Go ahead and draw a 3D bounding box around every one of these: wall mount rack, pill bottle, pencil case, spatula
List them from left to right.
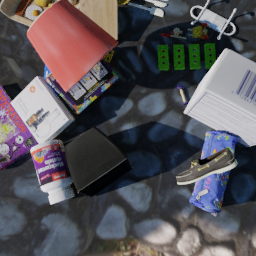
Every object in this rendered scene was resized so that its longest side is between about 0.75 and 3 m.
[{"bbox_3d":[-2.508,1.502,9.527,1.113,1.113,1.997,-19,81,-3],"label":"pill bottle"},{"bbox_3d":[0.824,-5.128,11.213,1.533,0.123,1.066,19,86,4],"label":"spatula"},{"bbox_3d":[3.202,-4.080,10.646,1.929,0.719,1.676,30,74,6],"label":"wall mount rack"},{"bbox_3d":[2.883,1.462,9.496,1.095,1.219,2.807,8,76,41],"label":"pencil case"}]

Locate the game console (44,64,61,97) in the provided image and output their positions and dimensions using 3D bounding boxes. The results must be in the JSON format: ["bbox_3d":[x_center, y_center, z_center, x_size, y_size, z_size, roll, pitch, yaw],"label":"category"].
[{"bbox_3d":[-2.351,-1.864,10.591,1.412,0.979,1.654,-2,79,31],"label":"game console"}]

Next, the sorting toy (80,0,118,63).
[{"bbox_3d":[-1.068,-3.941,10.579,1.393,0.489,2.890,1,103,4],"label":"sorting toy"}]

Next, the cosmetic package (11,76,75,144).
[{"bbox_3d":[-3.044,-0.603,9.954,1.484,0.509,1.968,-40,82,14],"label":"cosmetic package"}]

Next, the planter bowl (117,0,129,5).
[{"bbox_3d":[-0.322,-5.185,11.058,0.968,0.403,0.968,0,79,0],"label":"planter bowl"}]

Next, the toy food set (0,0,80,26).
[{"bbox_3d":[-3.221,-4.860,10.769,2.809,0.849,2.016,23,81,4],"label":"toy food set"}]

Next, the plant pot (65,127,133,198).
[{"bbox_3d":[-1.064,1.060,9.356,1.818,1.814,1.613,-33,71,-5],"label":"plant pot"}]

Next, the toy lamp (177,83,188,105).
[{"bbox_3d":[2.035,-1.268,10.461,0.235,0.235,0.807,-17,80,-3],"label":"toy lamp"}]

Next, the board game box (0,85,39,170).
[{"bbox_3d":[-4.646,-0.071,10.185,1.666,0.448,2.775,-35,82,-10],"label":"board game box"}]

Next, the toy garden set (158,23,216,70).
[{"bbox_3d":[2.191,-3.061,10.701,2.130,0.425,1.775,-1,82,0],"label":"toy garden set"}]

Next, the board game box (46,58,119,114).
[{"bbox_3d":[-1.604,-1.750,9.986,2.006,0.569,1.658,-44,101,-17],"label":"board game box"}]

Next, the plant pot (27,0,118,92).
[{"bbox_3d":[-1.732,-2.526,8.380,2.208,2.208,1.953,-45,103,-7],"label":"plant pot"}]

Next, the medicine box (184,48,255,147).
[{"bbox_3d":[3.530,-0.780,9.012,2.631,2.889,1.487,29,81,5],"label":"medicine box"}]

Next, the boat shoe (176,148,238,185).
[{"bbox_3d":[2.106,1.080,7.860,1.771,0.631,0.533,-26,94,23],"label":"boat shoe"}]
